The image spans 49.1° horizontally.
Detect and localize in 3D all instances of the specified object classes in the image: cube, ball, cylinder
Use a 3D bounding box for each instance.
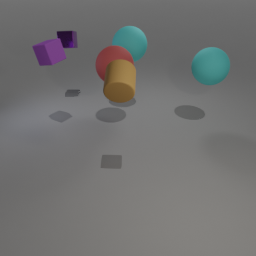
[{"bbox_3d":[-2.664,-2.575,9.522,0.700,0.700,0.700,7,35,36],"label":"cube"},{"bbox_3d":[-2.616,-3.811,12.109,0.700,0.700,0.700,-1,16,4],"label":"cube"},{"bbox_3d":[0.065,-3.331,11.186,1.400,1.400,1.400,0,29,0],"label":"ball"},{"bbox_3d":[3.106,-2.318,10.557,1.400,1.400,1.400,0,29,0],"label":"ball"},{"bbox_3d":[-0.179,-1.046,6.284,0.700,0.700,0.700,1,55,3],"label":"cylinder"},{"bbox_3d":[-0.482,-2.280,10.207,1.400,1.400,1.400,0,29,0],"label":"ball"}]
